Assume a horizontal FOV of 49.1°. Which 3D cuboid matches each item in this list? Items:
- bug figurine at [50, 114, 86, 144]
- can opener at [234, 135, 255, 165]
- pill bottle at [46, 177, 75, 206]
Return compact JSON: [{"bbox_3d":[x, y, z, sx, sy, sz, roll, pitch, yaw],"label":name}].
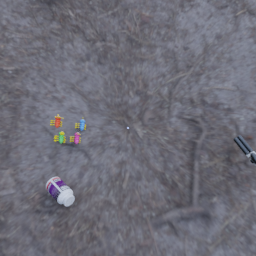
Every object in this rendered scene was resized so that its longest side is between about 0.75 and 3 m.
[{"bbox_3d":[-1.649,0.050,7.923,1.060,0.273,0.822,6,80,-29],"label":"bug figurine"},{"bbox_3d":[3.225,0.583,7.492,0.248,0.313,0.942,-28,62,-9],"label":"can opener"},{"bbox_3d":[-1.784,1.696,7.432,0.830,0.467,0.467,35,75,33],"label":"pill bottle"}]
